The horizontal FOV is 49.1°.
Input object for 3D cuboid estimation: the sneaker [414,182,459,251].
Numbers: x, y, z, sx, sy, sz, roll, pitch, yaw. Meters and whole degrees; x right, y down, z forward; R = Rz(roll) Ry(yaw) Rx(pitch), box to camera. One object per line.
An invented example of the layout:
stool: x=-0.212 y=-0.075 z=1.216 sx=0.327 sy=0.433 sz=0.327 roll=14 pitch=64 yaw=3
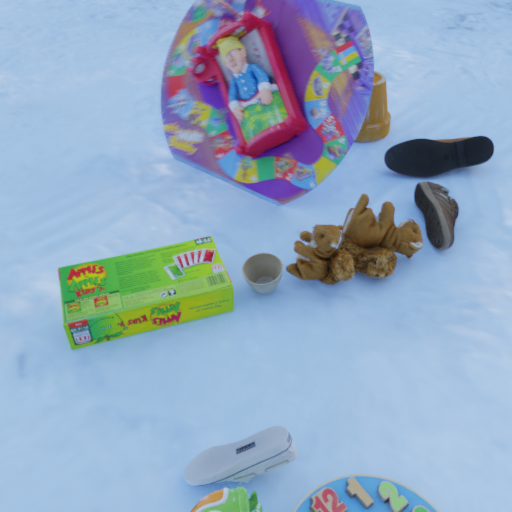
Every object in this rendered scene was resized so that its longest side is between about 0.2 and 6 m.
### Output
sneaker: x=3.854 y=-0.895 z=11.469 sx=0.775 sy=0.723 sz=2.051 roll=1 pitch=42 yaw=-3

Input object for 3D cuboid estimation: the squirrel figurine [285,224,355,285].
squirrel figurine: x=1.276 y=-0.047 z=10.037 sx=1.206 sy=1.125 sz=0.853 roll=35 pitch=42 yaw=-2

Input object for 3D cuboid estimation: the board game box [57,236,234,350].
board game box: x=-1.925 y=0.590 z=9.801 sx=2.801 sy=0.667 sz=1.423 roll=-12 pitch=43 yaw=-14

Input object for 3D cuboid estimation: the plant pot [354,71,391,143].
plant pot: x=2.730 y=-3.909 z=14.365 sx=1.561 sy=1.429 sz=1.561 roll=0 pitch=41 yaw=0

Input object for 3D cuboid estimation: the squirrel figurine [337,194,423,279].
squirrel figurine: x=2.362 y=-0.224 z=10.613 sx=1.466 sy=1.111 sz=1.570 roll=22 pitch=70 yaw=0

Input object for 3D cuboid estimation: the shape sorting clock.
shape sorting clock: x=1.382 y=3.634 z=6.487 sx=2.284 sy=0.448 sz=2.284 roll=0 pitch=41 yaw=0

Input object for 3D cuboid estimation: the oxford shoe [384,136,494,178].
oxford shoe: x=4.199 y=-2.353 z=13.243 sx=2.516 sy=0.898 sz=0.897 roll=-5 pitch=12 yaw=-4

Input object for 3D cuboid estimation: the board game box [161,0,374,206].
board game box: x=-0.313 y=-3.676 z=11.993 sx=5.473 sy=4.324 sz=1.066 roll=28 pitch=16 yaw=28

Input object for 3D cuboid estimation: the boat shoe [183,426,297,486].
boat shoe: x=-0.197 y=2.755 z=7.436 sx=1.533 sy=0.504 sz=0.552 roll=-24 pitch=23 yaw=2

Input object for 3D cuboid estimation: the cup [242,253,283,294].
cup: x=0.135 y=0.383 z=10.105 sx=0.736 sy=0.527 sz=0.736 roll=-4 pitch=50 yaw=4

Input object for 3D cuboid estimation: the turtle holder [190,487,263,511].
turtle holder: x=-0.366 y=3.393 z=6.500 sx=0.927 sy=1.305 sz=0.992 roll=-5 pitch=10 yaw=-7
